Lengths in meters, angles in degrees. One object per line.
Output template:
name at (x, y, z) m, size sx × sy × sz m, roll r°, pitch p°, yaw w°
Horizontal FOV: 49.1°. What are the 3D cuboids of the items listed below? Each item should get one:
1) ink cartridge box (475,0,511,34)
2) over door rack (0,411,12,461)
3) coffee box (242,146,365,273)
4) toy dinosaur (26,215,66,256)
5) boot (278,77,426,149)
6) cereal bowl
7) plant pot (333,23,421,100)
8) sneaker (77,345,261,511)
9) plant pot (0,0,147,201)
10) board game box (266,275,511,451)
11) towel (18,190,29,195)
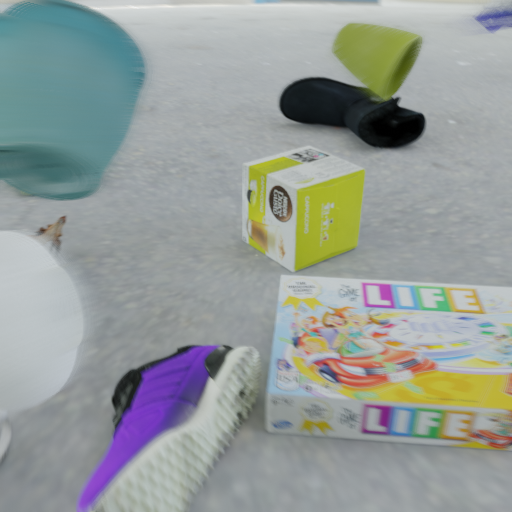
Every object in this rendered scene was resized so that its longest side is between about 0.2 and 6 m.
ink cartridge box at (3.023, -2.965, 6.635) m, size 0.710 × 0.716 × 0.155 m, roll -6°, pitch 58°, yaw -51°
over door rack at (-3.026, 1.979, 4.380) m, size 1.517 × 0.684 × 2.053 m, roll -1°, pitch 29°, yaw 0°
coffee box at (0.693, -0.757, 8.560) m, size 1.339 × 1.337 × 1.324 m, roll -19°, pitch 35°, yaw -31°
toy dinosaur at (-3.411, -0.091, 8.256) m, size 1.339 × 0.575 × 0.908 m, roll -15°, pitch 20°, yaw 4°
boot at (2.238, -3.490, 13.556) m, size 3.146 × 1.201 × 2.643 m, roll 3°, pitch 25°, yaw -7°
cereal bowl at (-1.608, 0.413, 3.996) m, size 0.534 × 1.281 × 1.281 m, roll -14°, pitch 30°, yaw 1°
plant pot at (1.652, -2.889, 7.981) m, size 1.012 × 0.947 × 0.947 m, roll 34°, pitch 40°, yaw 16°
sneaker at (-0.947, 1.557, 5.117) m, size 1.168 × 0.816 × 2.349 m, roll 8°, pitch 26°, yaw 26°
plant pot at (-2.264, -1.624, 6.446) m, size 1.793 × 1.793 × 1.685 m, roll 2°, pitch 66°, yaw 3°
board game box at (1.779, 1.061, 6.118) m, size 3.190 × 0.546 × 2.145 m, roll 3°, pitch 29°, yaw 5°
towel at (-4.071, -1.570, 11.127) m, size 1.484 × 0.271 × 1.101 m, roll -19°, pitch 35°, yaw -32°
